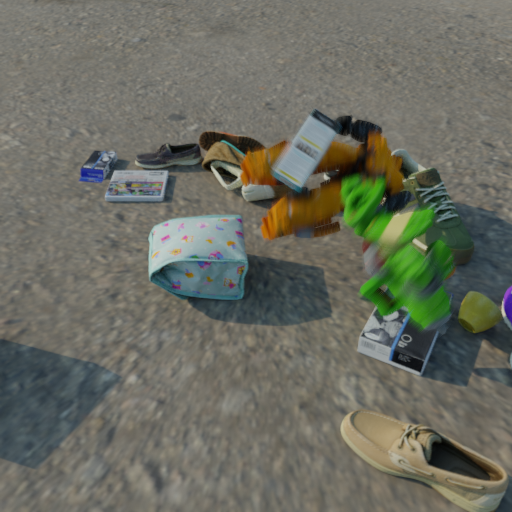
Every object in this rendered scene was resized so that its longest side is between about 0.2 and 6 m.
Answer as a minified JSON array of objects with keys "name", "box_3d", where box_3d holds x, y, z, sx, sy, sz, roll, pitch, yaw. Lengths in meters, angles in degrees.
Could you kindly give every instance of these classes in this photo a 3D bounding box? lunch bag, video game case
[{"name":"lunch bag","box_3d":[-1.089,0.001,10.214,1.754,1.069,1.494,0,39,-8]},{"name":"video game case","box_3d":[-2.737,-1.623,12.967,1.295,0.149,1.180,0,38,-1]}]

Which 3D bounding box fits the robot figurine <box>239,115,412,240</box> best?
[{"name":"robot figurine","box_3d":[1.356,-1.392,10.272,3.074,0.895,2.229,-15,77,-23]}]

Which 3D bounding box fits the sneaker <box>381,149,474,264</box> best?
[{"name":"sneaker","box_3d":[3.429,-1.145,11.436,0.968,1.296,2.887,-13,41,-16]}]

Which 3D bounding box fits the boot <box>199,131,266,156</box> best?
[{"name":"boot","box_3d":[-0.491,-2.757,14.011,1.748,0.656,0.937,18,15,2]}]

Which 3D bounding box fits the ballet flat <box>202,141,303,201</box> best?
[{"name":"ballet flat","box_3d":[-0.216,-1.803,12.706,2.729,0.925,0.987,31,68,31]}]

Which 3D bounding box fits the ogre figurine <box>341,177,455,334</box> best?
[{"name":"ogre figurine","box_3d":[2.044,-0.004,8.197,1.380,1.686,2.813,-39,30,-11]}]

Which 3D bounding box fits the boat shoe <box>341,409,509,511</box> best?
[{"name":"boat shoe","box_3d":[2.163,2.515,7.345,2.161,0.697,0.770,20,43,23]}]

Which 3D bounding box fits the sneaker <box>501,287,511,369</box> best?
[{"name":"sneaker","box_3d":[4.484,0.998,9.019,0.681,0.974,1.959,7,40,10]}]

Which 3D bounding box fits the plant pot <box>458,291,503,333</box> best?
[{"name":"plant pot","box_3d":[3.675,1.003,9.367,0.486,0.684,0.684,-43,51,-10]}]

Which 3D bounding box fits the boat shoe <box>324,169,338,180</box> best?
[{"name":"boat shoe","box_3d":[2.377,-1.911,13.051,1.592,0.480,0.602,7,39,9]}]

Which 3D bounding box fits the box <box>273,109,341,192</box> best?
[{"name":"box","box_3d":[0.816,-1.715,9.120,0.522,0.312,1.268,33,81,2]}]

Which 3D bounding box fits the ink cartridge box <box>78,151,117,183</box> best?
[{"name":"ink cartridge box","box_3d":[-3.843,-2.178,13.597,0.597,0.235,1.201,5,40,5]}]

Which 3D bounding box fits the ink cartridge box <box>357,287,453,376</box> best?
[{"name":"ink cartridge box","box_3d":[2.608,0.986,9.500,1.083,0.427,2.177,18,41,22]}]

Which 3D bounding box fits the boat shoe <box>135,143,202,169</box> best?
[{"name":"boat shoe","box_3d":[-2.157,-2.506,13.754,1.638,0.531,0.589,-5,39,-6]}]
